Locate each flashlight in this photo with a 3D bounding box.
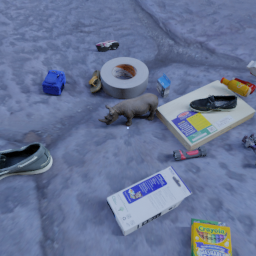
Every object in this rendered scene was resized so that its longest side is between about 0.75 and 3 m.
[{"bbox_3d":[2.006,0.799,9.051,1.068,0.361,0.363,-12,54,-8],"label":"flashlight"}]

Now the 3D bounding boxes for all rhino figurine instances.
[{"bbox_3d":[0.050,-0.617,9.782,2.297,1.004,0.687,-16,51,-12],"label":"rhino figurine"}]

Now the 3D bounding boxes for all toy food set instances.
[{"bbox_3d":[4.568,-2.044,10.840,1.027,1.090,2.282,35,71,26],"label":"toy food set"}]

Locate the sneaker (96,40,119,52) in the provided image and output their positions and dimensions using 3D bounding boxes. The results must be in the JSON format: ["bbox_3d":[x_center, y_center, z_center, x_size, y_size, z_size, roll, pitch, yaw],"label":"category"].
[{"bbox_3d":[-0.965,-3.784,12.816,1.071,0.430,0.462,-7,38,-15],"label":"sneaker"}]

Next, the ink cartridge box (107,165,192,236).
[{"bbox_3d":[0.614,2.022,8.012,2.222,0.436,1.105,-23,54,-16],"label":"ink cartridge box"}]

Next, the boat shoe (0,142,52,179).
[{"bbox_3d":[-3.886,1.003,8.513,2.977,0.920,1.084,-8,51,-7],"label":"boat shoe"}]

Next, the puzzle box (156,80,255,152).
[{"bbox_3d":[2.768,-0.548,10.125,2.999,0.381,1.995,-25,55,-19],"label":"puzzle box"}]

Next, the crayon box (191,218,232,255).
[{"bbox_3d":[2.128,3.048,7.192,0.962,0.395,1.530,6,51,5],"label":"crayon box"}]

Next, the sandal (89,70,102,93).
[{"bbox_3d":[-1.348,-1.884,11.090,0.548,0.368,1.364,-31,41,26],"label":"sandal"}]

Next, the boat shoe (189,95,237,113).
[{"bbox_3d":[3.010,-0.917,9.809,1.681,0.558,0.628,3,51,3],"label":"boat shoe"}]

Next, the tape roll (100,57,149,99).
[{"bbox_3d":[-0.138,-2.011,11.164,1.886,0.623,1.886,1,51,-1],"label":"tape roll"}]

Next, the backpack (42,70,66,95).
[{"bbox_3d":[-2.832,-1.867,10.955,0.771,0.797,0.949,14,48,0],"label":"backpack"}]

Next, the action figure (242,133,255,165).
[{"bbox_3d":[4.287,0.833,8.949,0.943,0.503,1.449,-18,56,-22],"label":"action figure"}]

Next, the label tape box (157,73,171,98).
[{"bbox_3d":[1.356,-1.625,10.737,0.252,0.795,0.574,-20,54,-16],"label":"label tape box"}]
